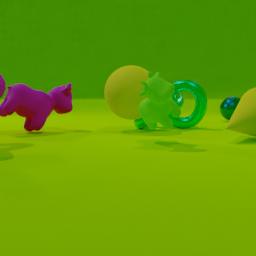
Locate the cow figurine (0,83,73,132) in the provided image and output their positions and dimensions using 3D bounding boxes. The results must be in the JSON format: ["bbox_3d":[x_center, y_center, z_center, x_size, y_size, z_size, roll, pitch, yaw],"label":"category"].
[{"bbox_3d":[-2.030,-0.645,6.466,1.498,1.474,0.823,36,-26,-33],"label":"cow figurine"}]

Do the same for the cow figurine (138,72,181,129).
[{"bbox_3d":[0.444,-0.443,4.741,0.557,0.998,1.014,-52,22,-23],"label":"cow figurine"}]

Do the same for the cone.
[{"bbox_3d":[2.121,-0.134,5.092,1.019,1.015,1.015,-19,15,-27],"label":"cone"}]

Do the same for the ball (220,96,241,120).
[{"bbox_3d":[3.475,-0.644,9.312,0.806,0.806,0.806,0,6,0],"label":"ball"}]

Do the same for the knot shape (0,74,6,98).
[{"bbox_3d":[-2.630,-0.343,4.311,1.722,1.840,0.850,12,-29,43],"label":"knot shape"}]

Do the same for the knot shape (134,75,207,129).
[{"bbox_3d":[1.131,-0.651,7.288,1.807,0.892,1.931,7,52,18],"label":"knot shape"}]

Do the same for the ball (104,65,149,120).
[{"bbox_3d":[0.078,-0.823,6.576,1.260,1.260,1.260,0,6,0],"label":"ball"}]
